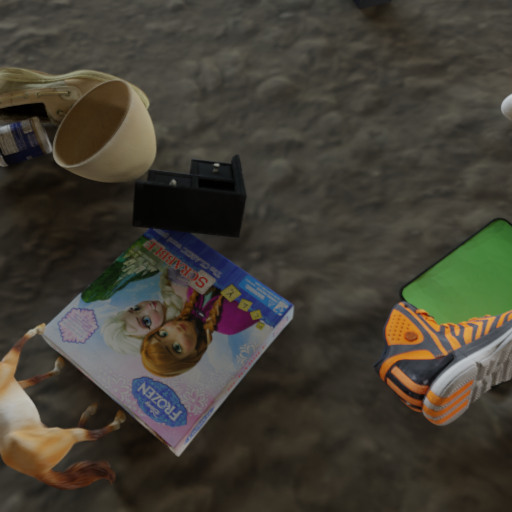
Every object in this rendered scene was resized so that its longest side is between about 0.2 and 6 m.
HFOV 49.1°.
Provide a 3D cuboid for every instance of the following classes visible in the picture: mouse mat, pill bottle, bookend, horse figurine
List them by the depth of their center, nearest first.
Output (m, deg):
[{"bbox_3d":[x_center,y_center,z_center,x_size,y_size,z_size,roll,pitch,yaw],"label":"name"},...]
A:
[{"bbox_3d":[-2.727,1.928,6.822,2.513,0.627,1.666,46,36,10],"label":"horse figurine"},{"bbox_3d":[3.584,0.602,8.375,2.391,0.090,1.924,-33,66,-17],"label":"mouse mat"},{"bbox_3d":[-0.990,-1.013,8.417,1.533,0.711,1.543,6,30,-9],"label":"bookend"},{"bbox_3d":[-4.131,-1.885,9.466,1.148,0.637,0.637,-20,62,-10],"label":"pill bottle"}]

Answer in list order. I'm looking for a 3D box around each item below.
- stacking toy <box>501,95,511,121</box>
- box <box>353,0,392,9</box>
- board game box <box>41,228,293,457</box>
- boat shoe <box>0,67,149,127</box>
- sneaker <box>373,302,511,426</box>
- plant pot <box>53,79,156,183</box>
[{"bbox_3d":[5.373,-2.494,9.640,2.134,1.559,1.559,8,59,27],"label":"stacking toy"},{"bbox_3d":[2.365,-5.644,11.696,0.778,0.479,0.771,-17,62,-9],"label":"box"},{"bbox_3d":[-1.209,0.978,7.893,2.514,0.517,2.508,34,66,18],"label":"board game box"},{"bbox_3d":[-3.266,-2.603,9.728,2.797,1.009,0.909,8,71,5],"label":"boat shoe"},{"bbox_3d":[2.694,1.035,7.535,2.714,1.053,1.521,-19,36,-31],"label":"sneaker"},{"bbox_3d":[-2.271,-1.823,9.034,1.645,1.104,1.645,-16,56,26],"label":"plant pot"}]
